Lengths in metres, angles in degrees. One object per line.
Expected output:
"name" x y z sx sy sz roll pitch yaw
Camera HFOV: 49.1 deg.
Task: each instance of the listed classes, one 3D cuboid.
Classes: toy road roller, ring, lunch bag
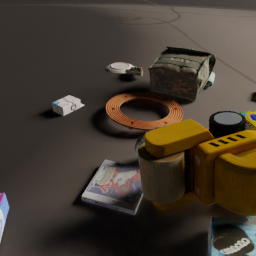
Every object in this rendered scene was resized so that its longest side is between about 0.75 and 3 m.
"toy road roller" 1.888 0.964 6.249 2.983 1.833 2.178 -15 28 -13
"ring" 0.612 -0.638 10.585 2.914 0.280 2.914 3 31 -2
"lunch bag" 2.475 -2.681 12.351 2.195 1.574 2.677 17 50 25

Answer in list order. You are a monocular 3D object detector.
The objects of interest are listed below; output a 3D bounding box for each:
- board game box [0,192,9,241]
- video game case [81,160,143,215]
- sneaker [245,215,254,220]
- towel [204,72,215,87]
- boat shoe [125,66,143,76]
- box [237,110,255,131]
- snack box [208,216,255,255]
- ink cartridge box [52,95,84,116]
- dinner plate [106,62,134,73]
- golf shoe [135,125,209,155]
"board game box" -3.992 2.534 5.242 2.820 0.612 2.806 -5 33 -8
"video game case" -0.250 1.478 7.344 1.412 0.178 1.550 11 34 15
"sneaker" 2.586 1.776 6.728 0.740 0.411 1.058 5 23 11
"towel" 3.282 -2.451 13.483 1.679 0.404 1.437 11 34 16
"boat shoe" 0.321 -2.877 13.994 0.442 0.404 1.182 -10 23 -42
"box" 4.383 0.116 8.902 1.389 0.879 1.442 -9 33 -16
"snack box" 2.845 2.627 5.221 2.617 0.485 1.520 8 33 13
"ink cartridge box" -2.343 -0.945 11.082 0.656 0.378 1.133 22 38 32
"dinner plate" -0.413 -3.279 15.053 1.534 0.186 1.534 -1 33 0
"golf shoe" 1.670 0.621 7.915 2.920 1.060 1.345 -2 33 -4
